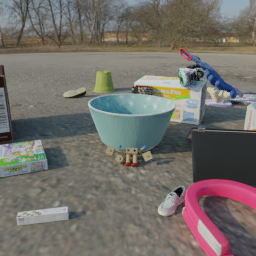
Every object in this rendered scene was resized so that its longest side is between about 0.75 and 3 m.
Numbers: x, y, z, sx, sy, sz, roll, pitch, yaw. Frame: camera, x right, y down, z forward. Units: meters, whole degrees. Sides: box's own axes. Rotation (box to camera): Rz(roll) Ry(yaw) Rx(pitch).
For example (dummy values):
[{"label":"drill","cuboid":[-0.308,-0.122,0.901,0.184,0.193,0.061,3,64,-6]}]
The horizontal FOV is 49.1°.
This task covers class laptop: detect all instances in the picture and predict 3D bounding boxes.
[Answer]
[{"label":"laptop","cuboid":[3.163,0.885,8.343,2.641,1.634,2.820,3,-9,8]}]

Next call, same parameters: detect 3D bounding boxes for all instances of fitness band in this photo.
[{"label":"fitness band","cuboid":[2.162,1.805,5.289,1.892,0.493,2.634,-2,20,-13]}]

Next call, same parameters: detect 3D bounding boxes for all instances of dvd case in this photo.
[{"label":"dvd case","cuboid":[6.999,-1.539,15.091,2.142,0.230,2.881,15,25,36]}]

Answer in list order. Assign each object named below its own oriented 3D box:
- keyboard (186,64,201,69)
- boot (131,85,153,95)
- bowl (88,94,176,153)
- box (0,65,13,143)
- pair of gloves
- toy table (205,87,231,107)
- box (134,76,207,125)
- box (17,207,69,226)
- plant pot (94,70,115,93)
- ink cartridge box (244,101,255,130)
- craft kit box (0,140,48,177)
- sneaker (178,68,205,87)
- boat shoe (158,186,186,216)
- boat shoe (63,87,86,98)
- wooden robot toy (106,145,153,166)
[{"label":"keyboard","cuboid":[2.628,-2.345,10.571,0.779,0.100,0.468,-20,30,-27]},{"label":"boot","cuboid":[0.088,-0.994,11.567,2.020,1.526,0.729,-1,19,-2]},{"label":"bowl","cuboid":[0.122,-0.143,9.223,2.802,1.465,2.802,0,19,0]},{"label":"box","cuboid":[-5.501,-0.885,9.994,2.324,2.348,2.831,-8,21,-22]},{"label":"pair of gloves","cuboid":[2.837,-1.761,9.435,2.059,0.292,2.561,12,35,-44]},{"label":"toy table","cuboid":[4.621,-1.588,14.347,1.410,0.826,1.296,12,23,28]},{"label":"box","cuboid":[1.819,-1.291,12.175,2.877,1.619,1.458,8,25,21]},{"label":"box","cuboid":[-1.718,1.782,5.678,1.001,0.207,0.194,-5,20,-10]},{"label":"plant pot","cuboid":[-1.492,-2.954,17.605,1.347,1.238,1.347,1,20,0]},{"label":"ink cartridge box","cuboid":[5.109,-0.217,9.895,1.603,1.165,1.159,17,25,39]},{"label":"craft kit box","cuboid":[-3.230,0.861,8.095,1.585,0.389,1.605,-11,22,-21]},{"label":"sneaker","cuboid":[2.614,-2.087,11.130,1.123,0.624,1.605,-1,26,7]},{"label":"boat shoe","cuboid":[0.967,1.550,6.112,0.340,0.347,0.974,14,24,35]},{"label":"boat shoe","cuboid":[-3.021,-1.932,16.009,1.317,0.413,0.482,-17,56,-10]},{"label":"wooden robot toy","cuboid":[0.054,0.843,8.189,1.358,0.598,0.616,2,-16,7]}]
